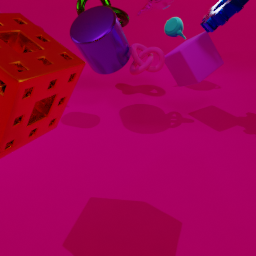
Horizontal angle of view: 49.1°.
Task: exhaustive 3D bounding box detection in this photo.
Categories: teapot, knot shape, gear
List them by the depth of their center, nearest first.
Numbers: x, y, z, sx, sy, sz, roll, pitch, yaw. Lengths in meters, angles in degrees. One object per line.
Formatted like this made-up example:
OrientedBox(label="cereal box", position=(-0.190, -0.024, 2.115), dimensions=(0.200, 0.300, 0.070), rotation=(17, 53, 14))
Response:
OrientedBox(label="gear", position=(2.599, -3.155, 7.045), dimensions=(0.319, 1.723, 1.723), rotation=(43, 36, -11))
OrientedBox(label="knot shape", position=(0.433, -1.930, 8.133), dimensions=(1.095, 0.506, 1.025), rotation=(34, 79, 18))
OrientedBox(label="knot shape", position=(-0.999, -3.850, 9.537), dimensions=(1.831, 1.714, 0.846), rotation=(-20, 38, 27))
OrientedBox(label="teapot", position=(0.998, -4.636, 9.539), dimensions=(1.205, 1.938, 0.949), rotation=(46, 32, 8))
OrientedBox(label="teapot", position=(1.876, -3.927, 11.104), dimensions=(0.612, 0.777, 1.250), rotation=(20, 31, -48))

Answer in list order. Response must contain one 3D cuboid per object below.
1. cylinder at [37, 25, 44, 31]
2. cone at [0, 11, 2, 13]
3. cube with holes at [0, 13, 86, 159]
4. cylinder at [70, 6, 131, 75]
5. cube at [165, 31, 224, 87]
OrientedBox(label="cylinder", position=(-2.799, -2.371, 7.921), dimensions=(0.855, 0.855, 0.855), rotation=(7, 42, -7))
OrientedBox(label="cone", position=(-4.124, -3.389, 8.502), dimensions=(1.202, 1.197, 1.197), rotation=(10, 36, 15))
OrientedBox(label="cube with holes", position=(-1.740, -0.660, 4.041), dimensions=(1.357, 1.357, 1.357), rotation=(38, 32, 8))
OrientedBox(label="cylinder", position=(-0.747, -2.470, 8.002), dimensions=(1.366, 1.366, 1.366), rotation=(-9, 61, 17))
OrientedBox(label="cube", position=(1.906, -1.992, 8.290), dimensions=(1.081, 1.081, 1.081), rotation=(-38, 14, -16))
